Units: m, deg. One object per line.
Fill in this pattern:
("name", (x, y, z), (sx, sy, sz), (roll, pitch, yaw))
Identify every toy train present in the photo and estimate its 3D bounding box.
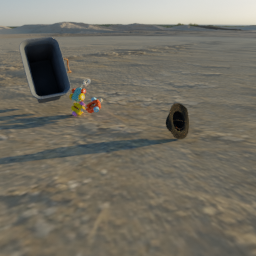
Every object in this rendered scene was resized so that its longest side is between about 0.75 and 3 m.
("toy train", (-1.458, -0.951, 9.889), (1.203, 0.445, 1.602), (-31, 51, 10))

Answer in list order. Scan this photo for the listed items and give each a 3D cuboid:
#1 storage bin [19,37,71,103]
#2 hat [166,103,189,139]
("storage bin", (-2.940, -1.977, 10.233), (1.568, 2.155, 1.447), (-15, -6, -20))
("hat", (1.341, -0.185, 8.026), (1.028, 1.028, 0.415), (-20, 9, -39))
